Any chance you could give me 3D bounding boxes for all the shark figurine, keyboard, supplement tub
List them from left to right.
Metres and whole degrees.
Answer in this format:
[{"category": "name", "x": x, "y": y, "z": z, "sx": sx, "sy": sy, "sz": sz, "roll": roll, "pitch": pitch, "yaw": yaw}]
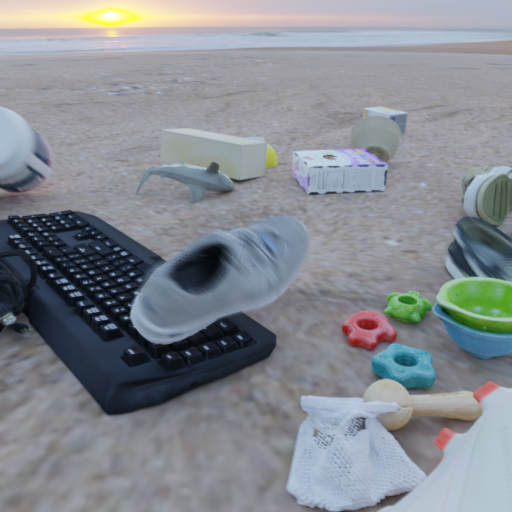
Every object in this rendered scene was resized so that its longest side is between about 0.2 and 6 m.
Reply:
[{"category": "supplement tub", "x": -4.480, "y": -1.876, "z": 9.955, "sx": 1.267, "sy": 1.267, "sz": 1.806, "roll": -2, "pitch": -5, "yaw": -4}, {"category": "keyboard", "x": -2.239, "y": 0.111, "z": 6.769, "sx": 2.654, "sy": 1.010, "sz": 5.099, "roll": -18, "pitch": 29, "yaw": -35}, {"category": "shark figurine", "x": -1.333, "y": -1.341, "z": 10.443, "sx": 1.873, "sy": 0.782, "sz": 1.119, "roll": 6, "pitch": -10, "yaw": -4}]

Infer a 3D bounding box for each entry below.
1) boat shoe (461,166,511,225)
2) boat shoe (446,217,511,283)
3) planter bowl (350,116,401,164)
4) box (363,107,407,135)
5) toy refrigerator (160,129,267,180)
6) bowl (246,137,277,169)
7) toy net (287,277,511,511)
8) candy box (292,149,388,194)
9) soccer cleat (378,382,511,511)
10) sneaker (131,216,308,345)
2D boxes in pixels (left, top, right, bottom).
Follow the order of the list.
[{"category": "boat shoe", "x": 3.950, "y": -1.075, "z": 9.649, "sx": 0.809, "sy": 0.884, "sz": 2.365, "roll": 11, "pitch": 19, "yaw": 36}, {"category": "boat shoe", "x": 2.984, "y": 0.223, "z": 6.706, "sx": 0.885, "sy": 0.706, "sz": 2.340, "roll": -8, "pitch": 26, "yaw": -12}, {"category": "planter bowl", "x": 2.632, "y": -2.429, "z": 12.457, "sx": 1.121, "sy": 1.121, "sz": 0.755, "roll": 5, "pitch": 52, "yaw": 11}, {"category": "box", "x": 3.649, "y": -3.853, "z": 15.991, "sx": 0.669, "sy": 0.603, "sz": 1.190, "roll": -12, "pitch": 27, "yaw": -25}, {"category": "toy refrigerator", "x": -0.958, "y": -2.206, "z": 12.145, "sx": 2.314, "sy": 0.810, "sz": 0.879, "roll": 18, "pitch": 23, "yaw": 33}, {"category": "bowl", "x": -0.029, "y": -2.389, "z": 12.791, "sx": 1.067, "sy": 0.574, "sz": 1.067, "roll": 1, "pitch": 24, "yaw": 0}, {"category": "toy net", "x": 1.279, "y": 0.960, "z": 5.248, "sx": 1.779, "sy": 0.655, "sz": 3.391, "roll": 20, "pitch": 32, "yaw": 38}, {"category": "candy box", "x": 1.640, "y": -1.725, "z": 11.308, "sx": 1.591, "sy": 0.569, "sz": 1.334, "roll": -3, "pitch": 24, "yaw": -9}, {"category": "soccer cleat", "x": 1.283, "y": 1.723, "z": 3.176, "sx": 3.242, "sy": 1.123, "sz": 1.257, "roll": -22, "pitch": 37, "yaw": -27}, {"category": "sneaker", "x": -0.186, "y": 0.111, "z": 5.526, "sx": 2.154, "sy": 0.883, "sz": 0.805, "roll": -32, "pitch": 71, "yaw": -35}]
